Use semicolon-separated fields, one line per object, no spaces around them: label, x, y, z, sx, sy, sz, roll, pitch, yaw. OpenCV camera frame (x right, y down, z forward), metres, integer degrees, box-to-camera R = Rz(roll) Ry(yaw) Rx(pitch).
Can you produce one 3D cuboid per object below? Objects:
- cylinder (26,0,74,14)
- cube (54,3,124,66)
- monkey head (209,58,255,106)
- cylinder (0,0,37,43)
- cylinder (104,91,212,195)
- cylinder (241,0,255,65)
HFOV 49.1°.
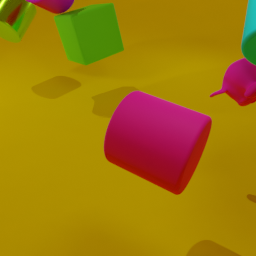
cylinder;-2.135;-3.747;7.431;1.118;1.118;1.118;13;11;16
cube;-1.145;-2.787;8.267;1.357;1.357;1.357;-28;32;-23
monkey head;1.924;-0.790;4.605;0.738;1.225;0.881;48;27;15
cylinder;-3.703;-3.545;8.877;1.187;1.187;1.187;16;73;19
cylinder;0.380;0.162;3.505;1.009;1.009;1.009;23;43;22
cylinder;2.029;-1.414;3.482;1.041;1.041;1.041;11;75;14
